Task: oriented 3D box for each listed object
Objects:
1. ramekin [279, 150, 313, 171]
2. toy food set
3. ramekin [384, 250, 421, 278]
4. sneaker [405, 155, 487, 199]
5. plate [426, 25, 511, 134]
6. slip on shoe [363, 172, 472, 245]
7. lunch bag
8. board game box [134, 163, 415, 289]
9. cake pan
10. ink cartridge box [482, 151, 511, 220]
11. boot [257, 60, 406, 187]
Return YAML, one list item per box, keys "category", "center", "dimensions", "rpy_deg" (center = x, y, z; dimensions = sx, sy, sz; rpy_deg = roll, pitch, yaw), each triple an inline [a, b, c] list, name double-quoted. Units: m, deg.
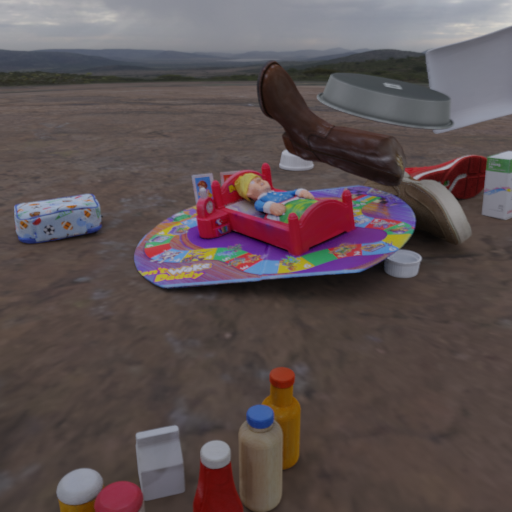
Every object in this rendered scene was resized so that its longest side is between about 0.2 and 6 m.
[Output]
- category: "ramekin"
  center: [1.257, -2.999, 17.409]
  dimensions: [1.076, 0.501, 1.076]
  rpy_deg: [0, 21, 0]
- category: "toy food set"
  center: [-0.573, 1.773, 4.867]
  dimensions: [2.263, 1.018, 1.080]
  rpy_deg: [-6, 23, -16]
- category: "ramekin"
  center: [2.561, 0.145, 9.861]
  dimensions: [0.643, 0.314, 0.643]
  rpy_deg: [0, 23, 0]
- category: "sneaker"
  center: [4.448, -2.102, 14.351]
  dimensions: [3.016, 1.182, 1.742]
  rpy_deg: [-12, 26, -31]
- category: "plate"
  center: [4.359, -3.511, 11.143]
  dimensions: [1.885, 1.881, 0.305]
  rpy_deg: [-14, 40, 10]
- category: "slip on shoe"
  center: [3.160, -1.016, 11.728]
  dimensions: [1.072, 1.345, 3.538]
  rpy_deg: [-32, 30, 1]
- category: "lunch bag"
  center: [-4.139, -0.827, 11.830]
  dimensions: [1.788, 0.675, 1.433]
  rpy_deg: [-10, 22, -21]
- category: "board game box"
  center: [0.217, -0.928, 10.499]
  dimensions: [5.311, 1.034, 4.196]
  rpy_deg: [-5, 24, 10]
- category: "cake pan"
  center: [2.473, -2.969, 10.566]
  dimensions: [2.616, 0.480, 2.616]
  rpy_deg: [8, 26, -4]
- category: "ink cartridge box"
  center: [5.729, -1.622, 12.833]
  dimensions: [1.000, 1.381, 0.580]
  rpy_deg: [-18, 25, -37]
- category: "boot"
  center: [1.190, -1.909, 8.286]
  dimensions: [2.173, 2.025, 0.698]
  rpy_deg: [28, 78, 35]
